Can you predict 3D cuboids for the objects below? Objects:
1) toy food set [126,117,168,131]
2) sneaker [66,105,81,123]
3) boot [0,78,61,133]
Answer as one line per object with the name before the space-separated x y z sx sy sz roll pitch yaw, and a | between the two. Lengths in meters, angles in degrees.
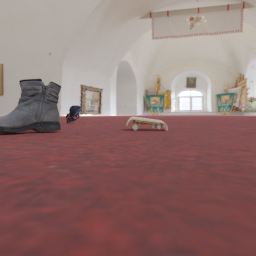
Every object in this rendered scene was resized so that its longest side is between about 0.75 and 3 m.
toy food set | 0.510 -0.077 7.673 1.103 0.333 0.791 8 6 1
sneaker | -2.288 -0.638 12.103 0.491 0.472 1.253 -12 -15 -35
boot | -2.476 -0.525 6.524 1.912 1.259 0.667 -3 0 -43
